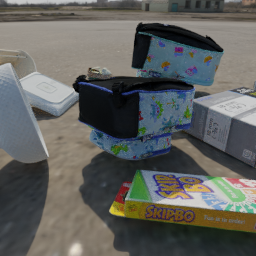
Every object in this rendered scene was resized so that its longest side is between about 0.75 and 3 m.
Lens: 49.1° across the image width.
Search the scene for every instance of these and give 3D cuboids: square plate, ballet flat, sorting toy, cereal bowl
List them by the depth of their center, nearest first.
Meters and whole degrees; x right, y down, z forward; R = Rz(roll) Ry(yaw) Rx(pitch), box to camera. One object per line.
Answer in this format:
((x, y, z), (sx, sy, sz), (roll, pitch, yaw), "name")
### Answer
((-2.156, -0.181, 5.156), (0.780, 1.872, 1.872), (-21, 30, -14), "cereal bowl")
((-3.639, -1.326, 8.362), (2.654, 1.575, 2.948), (28, 19, 18), "sorting toy")
((-2.485, -1.134, 8.423), (1.821, 0.259, 1.804), (25, 30, 2), "square plate")
((-1.066, -2.170, 11.165), (1.441, 0.485, 0.491), (14, 28, 27), "ballet flat")

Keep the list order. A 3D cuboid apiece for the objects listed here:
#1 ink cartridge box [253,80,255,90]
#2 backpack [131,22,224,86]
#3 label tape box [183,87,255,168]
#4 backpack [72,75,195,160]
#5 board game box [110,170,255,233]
((5.649, -1.058, 8.711), (2.331, 0.554, 2.358), (-4, 29, -10), "ink cartridge box")
((1.553, -2.184, 9.110), (2.801, 2.147, 2.462), (7, 23, 1), "backpack")
((2.454, -0.320, 6.647), (2.013, 0.884, 2.792), (-16, 29, -31), "label tape box")
((0.221, -0.287, 5.669), (2.075, 1.525, 1.899), (-10, 19, -36), "backpack")
((1.054, 1.030, 4.133), (2.493, 0.374, 1.191), (1, 11, 9), "board game box")
